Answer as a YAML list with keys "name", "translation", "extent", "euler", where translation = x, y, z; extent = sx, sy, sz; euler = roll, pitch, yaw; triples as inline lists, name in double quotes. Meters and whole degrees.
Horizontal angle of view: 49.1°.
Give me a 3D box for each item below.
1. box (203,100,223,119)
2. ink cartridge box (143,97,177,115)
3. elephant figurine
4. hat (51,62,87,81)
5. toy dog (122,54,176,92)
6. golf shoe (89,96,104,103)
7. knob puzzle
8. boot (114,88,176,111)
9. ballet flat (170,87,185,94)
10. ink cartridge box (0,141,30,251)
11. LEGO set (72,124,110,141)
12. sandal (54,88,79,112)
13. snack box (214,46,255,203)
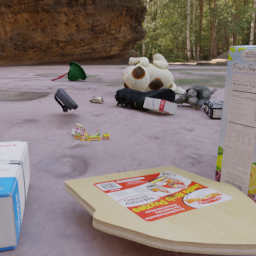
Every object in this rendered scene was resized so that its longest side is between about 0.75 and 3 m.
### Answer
- name: "box"
  translation: [3.821, -0.673, 10.226]
  extent: [1.874, 0.408, 1.501]
  euler: [2, 15, 4]
- name: "ink cartridge box"
  translation: [1.194, -0.830, 10.478]
  extent: [1.008, 0.417, 0.735]
  euler: [16, 4, 44]
- name: "elephant figurine"
  translation: [2.698, -1.325, 11.792]
  extent: [1.204, 1.098, 1.552]
  euler: [26, -5, -10]
- name: "hat"
  translation: [-4.498, -3.848, 21.618]
  extent: [1.845, 1.736, 2.096]
  euler: [-48, 18, -24]
- name: "toy dog"
  translation: [0.902, -2.559, 15.008]
  extent: [2.879, 2.009, 2.791]
  euler: [-13, 58, -43]
- name: "golf shoe"
  translation: [-1.425, -1.241, 12.707]
  extent: [0.366, 0.321, 0.831]
  euler: [-32, 26, -34]
- name: "knob puzzle"
  translation: [0.603, 1.070, 3.642]
  extent: [2.604, 0.361, 2.604]
  euler: [4, 8, -1]
- name: "boot"
  translation: [0.671, -1.306, 11.866]
  extent: [2.198, 0.813, 1.801]
  euler: [-19, 26, -36]
- name: "ballet flat"
  translation: [2.712, -2.084, 15.492]
  extent: [0.421, 0.421, 1.175]
  euler: [-14, 21, -42]
- name: "ink cartridge box"
  translation: [-2.177, 0.870, 3.947]
  extent: [1.372, 0.792, 1.880]
  euler: [-4, 16, -13]
- name: "LEGO set"
  translation: [-1.049, 0.092, 7.509]
  extent: [1.104, 0.411, 0.508]
  euler: [6, 16, 20]
- name: "sandal"
  translation: [-2.177, -0.895, 9.395]
  extent: [0.515, 0.915, 2.407]
  euler: [-43, 7, -2]
- name: "snack box"
  translation: [2.424, -0.163, 4.739]
  extent: [1.994, 2.365, 0.800]
  euler: [-14, 20, -38]
